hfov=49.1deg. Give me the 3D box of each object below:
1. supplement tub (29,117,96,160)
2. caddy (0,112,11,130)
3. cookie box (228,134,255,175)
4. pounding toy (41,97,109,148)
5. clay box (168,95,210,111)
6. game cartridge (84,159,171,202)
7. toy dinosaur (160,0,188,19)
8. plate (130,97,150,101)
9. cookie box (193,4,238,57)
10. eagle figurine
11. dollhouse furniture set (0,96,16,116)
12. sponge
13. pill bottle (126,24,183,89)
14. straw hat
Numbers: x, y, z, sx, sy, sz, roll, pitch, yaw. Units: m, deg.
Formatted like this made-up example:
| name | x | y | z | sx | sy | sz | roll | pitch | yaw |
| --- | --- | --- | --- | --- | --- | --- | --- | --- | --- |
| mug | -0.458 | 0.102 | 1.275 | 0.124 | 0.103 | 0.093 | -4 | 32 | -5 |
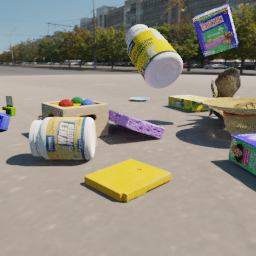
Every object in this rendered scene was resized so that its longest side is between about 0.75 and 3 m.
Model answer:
| name | x | y | z | sx | sy | sz | roll | pitch | yaw |
| --- | --- | --- | --- | --- | --- | --- | --- | --- | --- |
| supplement tub | -1.568 | 0.255 | 6.904 | 1.447 | 1.047 | 1.047 | 0 | 14 | 0 |
| caddy | -4.697 | -0.240 | 9.901 | 0.871 | 0.647 | 1.232 | 18 | 0 | -39 |
| cookie box | 3.371 | 0.640 | 6.120 | 1.518 | 0.667 | 1.775 | -3 | 14 | -12 |
| pounding toy | -1.702 | -0.231 | 8.594 | 2.316 | 1.206 | 2.637 | -10 | 17 | -37 |
| clay box | 3.284 | -1.281 | 14.261 | 1.401 | 0.580 | 2.439 | -6 | 15 | -23 |
| game cartridge | 0.003 | 1.017 | 5.628 | 1.340 | 0.217 | 1.181 | -16 | 21 | -41 |
| toy dinosaur | 1.305 | -3.306 | 7.199 | 0.657 | 1.298 | 0.378 | 11 | 40 | -52 |
| plate | 0.721 | -1.756 | 17.166 | 1.236 | 0.158 | 1.236 | 0 | 14 | 0 |
| cookie box | 3.222 | -3.556 | 10.300 | 1.259 | 1.471 | 0.553 | -12 | 25 | 29 |
| eagle figurine | 3.762 | -1.090 | 11.113 | 1.905 | 1.915 | 2.524 | -36 | -2 | -1 |
| dollhouse furniture set | -6.018 | -0.918 | 11.758 | 1.374 | 1.052 | 2.097 | 7 | 15 | 28 |
| sponge | 0.001 | -0.242 | 9.469 | 1.415 | 0.378 | 2.536 | 16 | 4 | -29 |
| pill bottle | 0.787 | -2.608 | 9.823 | 1.377 | 1.377 | 2.458 | -6 | 46 | -24 |
| straw hat | 3.680 | -0.271 | 8.892 | 2.693 | 1.140 | 2.693 | -2 | 13 | 0 |
